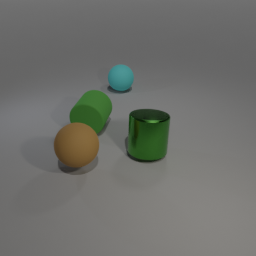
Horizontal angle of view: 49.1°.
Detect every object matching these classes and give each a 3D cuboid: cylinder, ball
[{"bbox_3d":[-1.468,-0.638,11.325,1.400,1.400,1.400,5,31,10],"label":"cylinder"},{"bbox_3d":[-0.383,-2.700,15.081,1.400,1.400,1.400,0,29,0],"label":"ball"},{"bbox_3d":[-1.603,0.531,8.771,1.400,1.400,1.400,0,29,0],"label":"ball"},{"bbox_3d":[0.707,0.191,9.686,1.400,1.400,1.400,2,20,-1],"label":"cylinder"}]
